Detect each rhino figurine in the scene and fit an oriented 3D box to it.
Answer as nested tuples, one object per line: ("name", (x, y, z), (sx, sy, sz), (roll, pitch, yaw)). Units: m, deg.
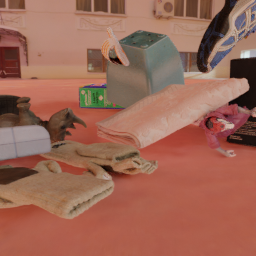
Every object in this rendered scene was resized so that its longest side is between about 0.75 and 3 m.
("rhino figurine", (-2.122, -0.046, 5.849), (2.538, 1.110, 0.759), (0, 24, 0))

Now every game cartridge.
("game cartridge", (-2.667, 0.395, 4.091), (2.745, 0.561, 1.827), (-8, 1, -35))

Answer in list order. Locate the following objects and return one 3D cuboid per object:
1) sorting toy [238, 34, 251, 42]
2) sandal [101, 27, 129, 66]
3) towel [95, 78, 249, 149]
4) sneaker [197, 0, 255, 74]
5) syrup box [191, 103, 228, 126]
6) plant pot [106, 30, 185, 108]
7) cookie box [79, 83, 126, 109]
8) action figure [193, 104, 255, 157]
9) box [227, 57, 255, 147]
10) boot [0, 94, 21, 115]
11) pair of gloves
("sorting toy", (3.910, -3.082, 9.212), (0.800, 0.135, 0.386), (-41, 16, 52))
("sandal", (-0.497, -2.411, 8.636), (0.595, 0.796, 2.078), (-29, 40, 8))
("towel", (0.801, -0.437, 6.438), (2.795, 0.451, 2.669), (-28, 15, -20))
("sneaker", (2.646, -2.467, 6.798), (1.041, 2.703, 1.023), (22, 25, -16))
("syrup box", (3.147, -0.766, 9.210), (2.729, 1.074, 1.111), (-5, 13, -23))
("plant pot", (0.591, -2.217, 10.373), (2.306, 2.356, 2.313), (23, 48, 34))
("cookie box", (-0.705, -1.534, 13.009), (2.638, 0.991, 2.257), (1, 14, 7))
("action figure", (1.852, -0.192, 5.586), (1.272, 1.144, 1.708), (37, 20, 23))
("box", (3.621, -0.745, 7.014), (2.782, 1.963, 1.097), (-11, 17, -43))
("boot", (-4.567, -0.536, 7.847), (2.133, 1.037, 2.833), (17, 26, 29))
("pair of gloves", (-0.898, 0.659, 4.125), (2.168, 0.447, 2.550), (2, 10, 26))
